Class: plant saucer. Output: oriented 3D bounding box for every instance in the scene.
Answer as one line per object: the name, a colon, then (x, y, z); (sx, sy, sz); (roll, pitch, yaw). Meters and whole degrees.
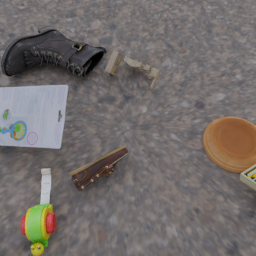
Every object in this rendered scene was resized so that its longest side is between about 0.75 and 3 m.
plant saucer: (2.904, 0.359, 7.522); (1.720, 0.322, 1.720); (0, 57, 0)

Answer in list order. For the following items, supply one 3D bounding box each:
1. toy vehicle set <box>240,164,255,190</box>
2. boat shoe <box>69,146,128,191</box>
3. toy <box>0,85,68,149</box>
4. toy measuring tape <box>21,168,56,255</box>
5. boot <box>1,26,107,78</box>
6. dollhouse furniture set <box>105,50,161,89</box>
toy vehicle set: (3.512, 1.066, 6.496); (1.542, 0.204, 0.958); (-23, 36, -24)
boat shoe: (-0.636, 0.981, 6.877); (1.561, 0.549, 0.549); (-28, 84, -15)
toy: (-2.703, -0.270, 7.296); (2.700, 0.637, 1.554); (2, 81, 17)
toy measuring tape: (-1.987, 1.761, 6.355); (0.768, 0.768, 2.088); (-4, 57, -3)
boot: (-2.278, -2.188, 8.837); (2.366, 0.941, 2.718); (30, 59, 19)
dollhouse furniture set: (0.221, -1.751, 8.789); (1.584, 0.821, 0.701); (27, 100, 17)
